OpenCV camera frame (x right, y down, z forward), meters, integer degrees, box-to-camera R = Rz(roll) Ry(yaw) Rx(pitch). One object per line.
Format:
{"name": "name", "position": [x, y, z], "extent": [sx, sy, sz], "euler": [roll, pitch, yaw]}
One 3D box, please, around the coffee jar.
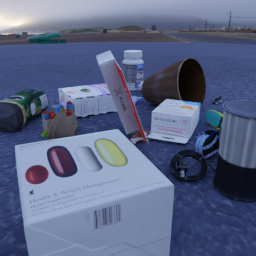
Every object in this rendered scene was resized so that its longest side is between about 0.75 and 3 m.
{"name": "coffee jar", "position": [-4.591, -0.786, 11.824], "extent": [1.416, 1.158, 2.715], "euler": [5, 22, 10]}

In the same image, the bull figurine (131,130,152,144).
{"name": "bull figurine", "position": [0.502, 0.314, 10.242], "extent": [0.600, 0.322, 0.989], "euler": [11, 26, 17]}

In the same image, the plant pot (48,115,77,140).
{"name": "plant pot", "position": [-2.324, 0.119, 10.129], "extent": [0.850, 0.975, 0.975], "euler": [18, 22, -4]}

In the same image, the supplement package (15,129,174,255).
{"name": "supplement package", "position": [-0.791, 1.423, 5.434], "extent": [2.358, 1.814, 2.466], "euler": [-10, 25, -22]}

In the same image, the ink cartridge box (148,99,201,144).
{"name": "ink cartridge box", "position": [1.868, -0.354, 11.028], "extent": [1.531, 0.902, 2.660], "euler": [9, 22, 20]}

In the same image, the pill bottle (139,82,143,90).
{"name": "pill bottle", "position": [1.260, -2.339, 16.298], "extent": [0.714, 0.714, 1.314], "euler": [-14, 25, -31]}

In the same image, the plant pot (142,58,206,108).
{"name": "plant pot", "position": [2.024, -1.960, 13.663], "extent": [2.630, 2.458, 2.458], "euler": [0, 16, 44]}

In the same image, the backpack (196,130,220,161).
{"name": "backpack", "position": [2.501, 0.575, 8.985], "extent": [0.929, 0.848, 0.625], "euler": [-31, 28, -34]}

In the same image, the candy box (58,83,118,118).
{"name": "candy box", "position": [-1.762, -1.400, 13.633], "extent": [2.661, 0.952, 2.232], "euler": [-11, 24, -27]}

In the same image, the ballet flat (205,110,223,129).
{"name": "ballet flat", "position": [3.867, -0.184, 11.278], "extent": [0.621, 0.619, 1.852], "euler": [13, 17, -29]}

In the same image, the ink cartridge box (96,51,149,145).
{"name": "ink cartridge box", "position": [-0.233, -1.005, 9.774], "extent": [0.626, 2.875, 2.495], "euler": [-21, 29, 1]}

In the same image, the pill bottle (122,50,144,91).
{"name": "pill bottle", "position": [0.303, -3.545, 17.167], "extent": [1.303, 2.291, 1.303], "euler": [0, 22, 0]}

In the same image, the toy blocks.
{"name": "toy blocks", "position": [-2.675, -0.410, 10.938], "extent": [1.648, 1.127, 0.824], "euler": [-16, 27, -34]}

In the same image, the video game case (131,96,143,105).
{"name": "video game case", "position": [0.232, -1.465, 14.805], "extent": [0.826, 0.207, 0.912], "euler": [12, 25, 26]}

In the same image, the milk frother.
{"name": "milk frother", "position": [2.428, 0.440, 7.334], "extent": [2.384, 2.243, 2.152], "euler": [-4, 22, -9]}

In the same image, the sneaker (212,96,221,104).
{"name": "sneaker", "position": [4.657, -1.488, 14.672], "extent": [0.767, 0.347, 0.255], "euler": [-20, 29, -40]}
